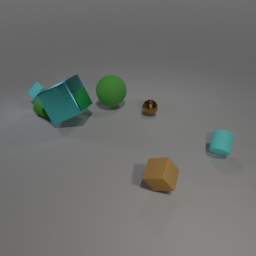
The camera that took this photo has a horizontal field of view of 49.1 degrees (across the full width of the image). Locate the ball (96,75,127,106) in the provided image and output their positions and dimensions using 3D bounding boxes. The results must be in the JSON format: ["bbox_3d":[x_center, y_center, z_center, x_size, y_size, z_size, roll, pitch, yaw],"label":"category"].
[{"bbox_3d":[-0.764,-1.718,12.783,1.400,1.400,1.400,0,30,0],"label":"ball"}]

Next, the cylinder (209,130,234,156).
[{"bbox_3d":[3.211,0.502,9.606,0.700,0.700,0.700,13,74,21],"label":"cylinder"}]

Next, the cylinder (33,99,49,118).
[{"bbox_3d":[-3.684,-0.870,12.325,0.700,0.700,0.700,22,37,33],"label":"cylinder"}]

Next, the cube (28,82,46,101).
[{"bbox_3d":[-4.162,-1.594,13.257,0.700,0.700,0.700,-50,50,-4],"label":"cube"}]

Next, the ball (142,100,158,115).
[{"bbox_3d":[0.975,-0.910,12.423,0.700,0.700,0.700,0,30,0],"label":"ball"}]

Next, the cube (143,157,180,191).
[{"bbox_3d":[0.958,1.329,8.029,0.700,0.700,0.700,-9,46,37],"label":"cube"}]

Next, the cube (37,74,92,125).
[{"bbox_3d":[-2.558,-1.181,11.544,1.400,1.400,1.400,-21,16,20],"label":"cube"}]
